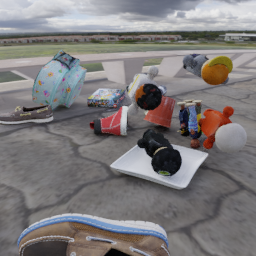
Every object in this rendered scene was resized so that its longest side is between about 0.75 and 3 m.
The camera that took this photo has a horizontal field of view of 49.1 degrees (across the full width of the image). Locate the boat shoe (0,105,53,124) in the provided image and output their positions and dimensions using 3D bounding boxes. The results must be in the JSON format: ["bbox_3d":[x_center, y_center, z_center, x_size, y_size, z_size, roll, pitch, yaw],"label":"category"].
[{"bbox_3d":[-4.279,-0.590,11.618,2.225,0.662,0.799,-3,21,-8],"label":"boat shoe"}]

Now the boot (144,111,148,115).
[{"bbox_3d":[1.132,-0.607,12.205,0.792,0.285,0.612,-7,22,-13],"label":"boot"}]

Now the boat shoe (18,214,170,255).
[{"bbox_3d":[-0.563,2.032,4.553,2.556,0.923,0.925,-1,23,-3],"label":"boat shoe"}]

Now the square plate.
[{"bbox_3d":[0.954,0.998,8.040,2.164,0.308,2.144,12,24,28],"label":"square plate"}]

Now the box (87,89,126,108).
[{"bbox_3d":[-1.053,-1.570,14.471,1.501,0.414,2.198,4,22,10],"label":"box"}]

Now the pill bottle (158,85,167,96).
[{"bbox_3d":[1.706,-1.955,15.249,0.578,0.578,1.088,9,23,22],"label":"pill bottle"}]

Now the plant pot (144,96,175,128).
[{"bbox_3d":[1.282,-0.683,10.808,1.106,1.075,1.106,17,4,-1],"label":"plant pot"}]

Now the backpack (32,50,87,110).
[{"bbox_3d":[-3.249,-2.072,13.210,2.008,2.303,2.620,32,38,3],"label":"backpack"}]

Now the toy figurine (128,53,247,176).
[{"bbox_3d":[1.513,-0.432,7.623,2.922,2.877,2.033,-17,22,-1],"label":"toy figurine"}]

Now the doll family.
[{"bbox_3d":[2.160,-0.171,9.440,0.972,1.432,2.478,2,10,29],"label":"doll family"}]

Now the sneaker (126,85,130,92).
[{"bbox_3d":[0.497,-2.326,16.382,1.207,0.468,0.521,16,23,35],"label":"sneaker"}]

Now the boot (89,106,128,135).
[{"bbox_3d":[-0.722,-0.336,10.969,1.445,0.726,2.004,0,25,4],"label":"boot"}]
